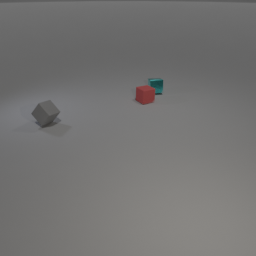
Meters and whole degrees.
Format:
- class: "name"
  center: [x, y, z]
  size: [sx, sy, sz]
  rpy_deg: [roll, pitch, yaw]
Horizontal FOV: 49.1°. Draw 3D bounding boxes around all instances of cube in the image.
- class: "cube"
  center: [-3.383, -0.630, 11.543]
  size: [0.700, 0.700, 0.700]
  rpy_deg: [49, 31, 4]
- class: "cube"
  center: [0.859, -1.658, 13.872]
  size: [0.700, 0.700, 0.700]
  rpy_deg: [-14, 30, -28]
- class: "cube"
  center: [1.460, -2.261, 14.925]
  size: [0.700, 0.700, 0.700]
  rpy_deg: [-3, 18, -6]
